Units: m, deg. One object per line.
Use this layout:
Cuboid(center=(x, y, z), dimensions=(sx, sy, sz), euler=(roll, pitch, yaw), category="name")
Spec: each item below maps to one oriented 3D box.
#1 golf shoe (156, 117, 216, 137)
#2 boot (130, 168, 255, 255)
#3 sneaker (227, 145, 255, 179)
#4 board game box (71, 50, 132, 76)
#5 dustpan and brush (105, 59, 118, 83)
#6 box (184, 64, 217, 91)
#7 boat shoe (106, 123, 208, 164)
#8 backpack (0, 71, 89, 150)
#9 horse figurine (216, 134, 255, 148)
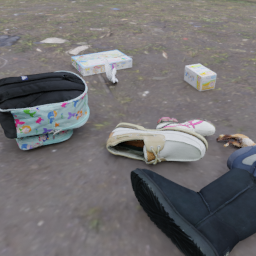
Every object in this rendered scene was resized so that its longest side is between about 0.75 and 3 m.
Cuboid(center=(1.858, 0.152, 9.117), dimensions=(1.899, 0.690, 0.875), euler=(1, 46, 14), category="golf shoe")
Cuboid(center=(1.691, 1.557, 6.440), dimensions=(2.322, 1.055, 2.763), euler=(-24, 47, -27), category="boot")
Cuboid(center=(4.100, 1.095, 7.267), dimensions=(2.822, 0.990, 1.157), euler=(0, 30, 2), category="sneaker")
Cuboid(center=(-1.403, -3.502, 14.870), dimensions=(2.727, 0.467, 1.833), euler=(-15, 35, -23), category="board game box")
Cuboid(center=(-0.708, -2.379, 12.607), dimensions=(0.458, 1.118, 1.602), euler=(-16, 34, 18), category="dustpan and brush")
Cuboid(center=(3.282, -2.327, 12.813), dimensions=(0.794, 0.715, 1.412), euler=(-12, 35, -16), category="box")
Cuboid(center=(0.760, 0.583, 8.112), dimensions=(2.911, 1.088, 0.996), euler=(5, 35, 26), category="boat shoe")
Cuboid(center=(-2.654, -0.728, 9.032), dimensions=(2.797, 2.106, 2.483), euler=(-19, 39, -18), category="backpack")
Cuboid(center=(3.532, 0.540, 8.613), dimensions=(1.110, 0.418, 1.676), euler=(-4, 25, -28), category="horse figurine")
